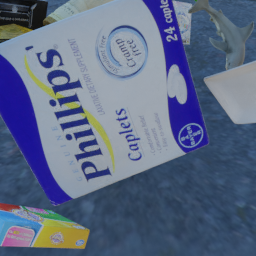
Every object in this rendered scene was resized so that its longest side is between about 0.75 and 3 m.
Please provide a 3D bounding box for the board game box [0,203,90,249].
[{"bbox_3d":[-1.072,1.045,3.031,0.814,1.064,0.215,7,75,41],"label":"board game box"}]

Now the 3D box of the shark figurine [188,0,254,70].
[{"bbox_3d":[2.647,-2.582,7.184,1.392,0.972,2.330,-20,81,-38],"label":"shark figurine"}]

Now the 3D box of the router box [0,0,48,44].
[{"bbox_3d":[-3.322,-2.618,7.527,0.638,1.921,2.443,25,25,20],"label":"router box"}]

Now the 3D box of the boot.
[{"bbox_3d":[-0.709,-2.524,7.036,1.064,2.952,2.283,39,84,10],"label":"boot"}]

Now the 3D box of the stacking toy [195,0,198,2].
[{"bbox_3d":[1.643,-4.452,8.257,1.117,0.348,1.481,29,36,-34],"label":"stacking toy"}]

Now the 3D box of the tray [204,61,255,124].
[{"bbox_3d":[2.584,-0.715,4.943,0.273,1.323,2.464,-49,18,-23],"label":"tray"}]

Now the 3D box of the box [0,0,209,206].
[{"bbox_3d":[-0.466,-0.530,4.783,2.879,2.648,1.510,-22,22,-2],"label":"box"}]

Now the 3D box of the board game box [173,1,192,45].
[{"bbox_3d":[1.557,-3.577,9.547,1.358,1.352,0.295,-6,15,-30],"label":"board game box"}]
